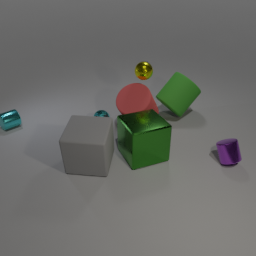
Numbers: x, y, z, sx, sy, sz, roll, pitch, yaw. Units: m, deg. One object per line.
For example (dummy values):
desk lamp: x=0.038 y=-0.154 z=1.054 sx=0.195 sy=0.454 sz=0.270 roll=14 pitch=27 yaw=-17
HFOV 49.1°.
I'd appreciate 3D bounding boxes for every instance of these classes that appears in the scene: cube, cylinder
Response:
cube: x=-1.264 y=0.562 z=9.085 sx=1.400 sy=1.400 sz=1.400 roll=4 pitch=37 yaw=6
cylinder: x=-4.866 y=-0.340 z=11.495 sx=0.700 sy=0.700 sz=0.700 roll=-27 pitch=39 yaw=-37
cylinder: x=0.395 y=-0.842 z=11.132 sx=1.400 sy=1.400 sz=1.400 roll=-8 pitch=64 yaw=16
cylinder: x=2.159 y=-1.441 z=12.062 sx=1.400 sy=1.400 sz=1.400 roll=39 pitch=5 yaw=-4
cube: x=0.520 y=0.345 z=9.606 sx=1.400 sy=1.400 sz=1.400 roll=-12 pitch=32 yaw=-19
cylinder: x=3.365 y=0.776 z=9.348 sx=0.700 sy=0.700 sz=0.700 roll=-15 pitch=7 yaw=2

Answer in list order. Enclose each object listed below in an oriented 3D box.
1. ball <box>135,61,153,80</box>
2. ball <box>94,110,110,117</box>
ball: x=0.597 y=-2.155 z=10.576 sx=0.700 sy=0.700 sz=0.700 roll=0 pitch=30 yaw=0
ball: x=-1.089 y=-0.399 z=11.560 sx=0.700 sy=0.700 sz=0.700 roll=0 pitch=30 yaw=0
